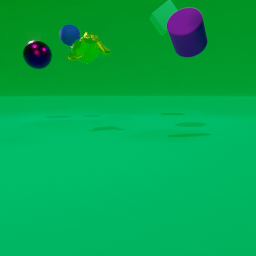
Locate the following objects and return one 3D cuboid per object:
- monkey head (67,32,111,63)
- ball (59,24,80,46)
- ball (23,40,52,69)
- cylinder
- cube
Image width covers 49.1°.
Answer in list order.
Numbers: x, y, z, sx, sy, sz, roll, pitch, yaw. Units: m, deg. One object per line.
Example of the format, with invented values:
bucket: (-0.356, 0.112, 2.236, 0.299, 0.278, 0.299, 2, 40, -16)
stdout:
monkey head: (-0.875, -1.798, 6.614, 0.848, 0.710, 1.179, 40, 30, 9)
ball: (-2.129, -3.402, 10.271, 0.750, 0.750, 0.750, 0, 7, 0)
ball: (-3.320, -2.683, 10.294, 1.026, 1.026, 1.026, 0, 7, 0)
cylinder: (1.560, -2.483, 7.339, 0.906, 0.906, 0.906, 3, -23, 26)
cube: (1.464, -4.264, 10.900, 0.864, 0.864, 0.864, -38, 8, 5)
